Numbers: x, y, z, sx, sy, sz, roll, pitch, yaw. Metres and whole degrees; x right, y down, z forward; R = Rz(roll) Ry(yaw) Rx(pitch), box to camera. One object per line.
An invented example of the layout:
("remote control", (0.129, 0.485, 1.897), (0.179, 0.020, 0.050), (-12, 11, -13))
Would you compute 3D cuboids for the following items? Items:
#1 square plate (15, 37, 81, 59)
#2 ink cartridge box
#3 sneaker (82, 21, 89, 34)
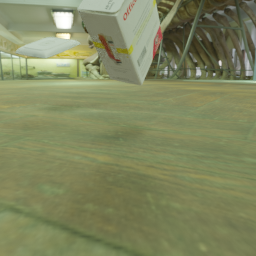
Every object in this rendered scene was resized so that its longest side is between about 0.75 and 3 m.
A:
("square plate", (-3.012, -3.077, 10.503), (1.803, 0.256, 1.786), (17, 40, 32))
("ink cartridge box", (-0.028, -2.066, 5.661), (0.834, 1.451, 1.999), (16, -21, 22))
("sneaker", (-1.095, -4.232, 11.863), (1.895, 0.635, 0.851), (4, 39, -35))
